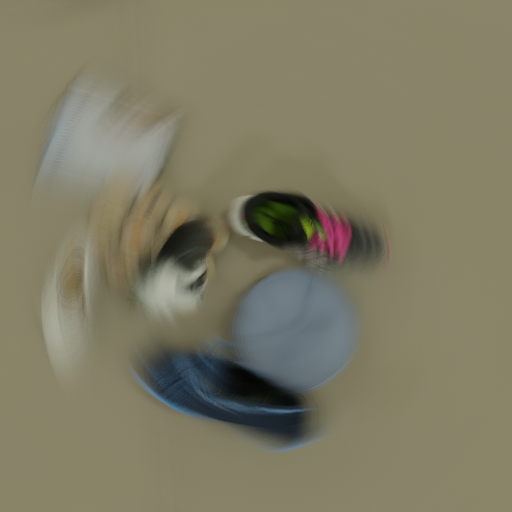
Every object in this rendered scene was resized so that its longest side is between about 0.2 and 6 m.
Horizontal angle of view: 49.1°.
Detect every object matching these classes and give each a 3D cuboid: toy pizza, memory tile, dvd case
[{"bbox_3d":[0.726,1.385,10.419,2.243,0.355,2.243,1,78,-4],"label":"toy pizza"},{"bbox_3d":[-1.949,-0.234,10.505,2.558,0.215,1.961,26,92,-3],"label":"memory tile"},{"bbox_3d":[-2.810,-2.181,10.657,2.225,0.195,1.588,16,89,1],"label":"dvd case"}]

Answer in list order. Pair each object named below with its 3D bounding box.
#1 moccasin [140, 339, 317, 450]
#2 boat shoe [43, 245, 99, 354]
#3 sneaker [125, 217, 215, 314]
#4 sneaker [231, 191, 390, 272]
[{"bbox_3d":[-0.482,2.138,9.729,3.356,1.350,1.144,13,130,16],"label":"moccasin"},{"bbox_3d":[-3.420,0.882,10.162,0.762,0.751,2.150,21,102,-8],"label":"boat shoe"},{"bbox_3d":[-1.188,0.250,9.556,1.125,2.543,0.942,32,50,-19],"label":"sneaker"},{"bbox_3d":[0.990,-0.433,10.062,3.010,1.316,1.110,18,89,0],"label":"sneaker"}]
